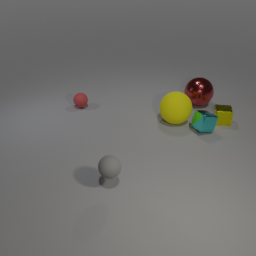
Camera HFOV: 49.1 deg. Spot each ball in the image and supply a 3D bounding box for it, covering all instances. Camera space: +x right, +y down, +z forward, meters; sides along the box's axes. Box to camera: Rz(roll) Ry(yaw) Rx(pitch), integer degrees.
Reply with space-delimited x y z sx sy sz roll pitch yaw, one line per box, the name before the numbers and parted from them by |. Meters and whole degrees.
ball | 2.073 -0.872 12.157 1.400 1.400 1.400 0 30 0
ball | -2.293 -1.361 13.565 0.700 0.700 0.700 0 30 0
ball | -0.538 1.146 8.282 0.700 0.700 0.700 0 30 0
ball | 3.465 -1.771 13.676 1.400 1.400 1.400 0 30 0

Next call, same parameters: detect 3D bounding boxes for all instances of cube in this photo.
cube | 3.158 -0.289 11.594 0.700 0.700 0.700 1 24 -27
cube | 4.188 -0.567 12.360 0.700 0.700 0.700 5 31 9
